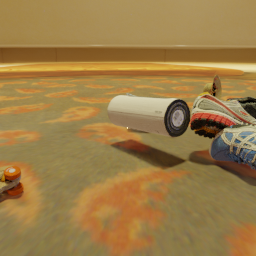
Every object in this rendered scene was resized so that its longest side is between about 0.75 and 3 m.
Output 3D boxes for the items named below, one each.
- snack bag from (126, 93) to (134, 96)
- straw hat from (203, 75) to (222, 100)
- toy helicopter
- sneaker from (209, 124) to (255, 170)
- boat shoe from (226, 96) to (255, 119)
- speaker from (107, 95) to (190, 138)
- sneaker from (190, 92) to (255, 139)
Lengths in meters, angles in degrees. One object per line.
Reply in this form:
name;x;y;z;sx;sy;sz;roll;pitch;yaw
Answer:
snack bag;0.287;-0.596;7.391;0.719;0.762;0.082;17;63;7
straw hat;3.193;-1.453;10.789;0.504;1.192;1.192;4;15;34
toy helicopter;-2.094;0.800;4.120;1.001;0.395;0.662;-22;40;-37
sneaker;2.074;0.352;4.773;1.812;0.686;0.698;-24;28;56
boat shoe;3.303;-0.219;6.713;1.969;0.894;0.697;6;27;20
speaker;0.351;-0.282;5.757;0.728;0.728;1.793;-12;14;-37
sneaker;2.243;-0.159;5.676;2.081;0.855;0.810;19;-30;-19
